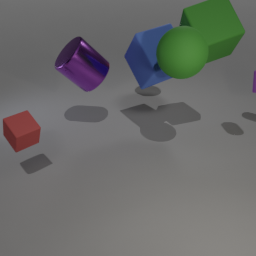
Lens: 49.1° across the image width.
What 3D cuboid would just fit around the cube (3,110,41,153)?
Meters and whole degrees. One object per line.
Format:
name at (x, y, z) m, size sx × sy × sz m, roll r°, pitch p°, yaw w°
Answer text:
cube at (-2.839, 0.085, 7.481) m, size 0.700 × 0.700 × 0.700 m, roll -27°, pitch 66°, yaw -37°

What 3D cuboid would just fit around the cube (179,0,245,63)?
cube at (2.543, -3.003, 8.840) m, size 1.400 × 1.400 × 1.400 m, roll -20°, pitch -13°, yaw -2°

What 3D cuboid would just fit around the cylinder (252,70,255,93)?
cylinder at (4.344, -1.468, 8.869) m, size 0.700 × 0.700 × 0.700 m, roll 0°, pitch 11°, yaw 0°

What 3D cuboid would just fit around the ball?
ball at (1.473, -2.048, 7.653) m, size 1.400 × 1.400 × 1.400 m, roll 0°, pitch 29°, yaw 0°

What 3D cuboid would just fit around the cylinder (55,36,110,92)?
cylinder at (-1.608, -2.226, 9.889) m, size 1.400 × 1.400 × 1.400 m, roll -30°, pitch 41°, yaw 30°

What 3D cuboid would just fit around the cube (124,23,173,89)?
cube at (0.927, -2.371, 9.407) m, size 1.400 × 1.400 × 1.400 m, roll -23°, pitch -8°, yaw -21°
